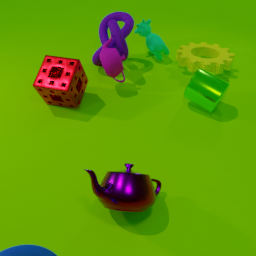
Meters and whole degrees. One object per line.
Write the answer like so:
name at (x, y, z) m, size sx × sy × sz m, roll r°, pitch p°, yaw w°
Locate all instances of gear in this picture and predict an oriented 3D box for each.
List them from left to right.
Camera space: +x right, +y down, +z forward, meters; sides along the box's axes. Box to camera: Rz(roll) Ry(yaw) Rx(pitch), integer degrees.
gear at (2.488, -2.298, 9.102) m, size 1.789 × 0.331 × 1.789 m, roll 0°, pitch 38°, yaw 0°

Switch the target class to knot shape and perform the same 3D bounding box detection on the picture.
knot shape at (-0.439, -2.874, 8.788) m, size 0.872 × 1.888 × 1.767 m, roll 17°, pitch 74°, yaw -23°

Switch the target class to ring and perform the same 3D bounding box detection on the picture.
ring at (-1.402, 2.221, 3.623) m, size 1.342 × 1.342 × 0.268 m, roll -28°, pitch 6°, yaw -29°

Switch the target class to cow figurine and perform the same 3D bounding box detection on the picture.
cow figurine at (0.809, -3.035, 9.561) m, size 0.680 × 1.220 × 1.240 m, roll -36°, pitch 46°, yaw 9°

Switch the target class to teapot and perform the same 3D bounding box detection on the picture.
teapot at (-0.413, -1.916, 7.891) m, size 0.664 × 1.355 × 0.843 m, roll -20°, pitch 7°, yaw 3°
teapot at (-0.058, 1.025, 4.938) m, size 1.656 × 0.811 × 1.029 m, roll 11°, pitch -11°, yaw -33°

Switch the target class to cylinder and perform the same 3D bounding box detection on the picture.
cylinder at (2.057, -0.984, 7.358) m, size 0.876 × 0.876 × 0.876 m, roll 34°, pitch 50°, yaw 16°

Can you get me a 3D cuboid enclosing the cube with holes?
cube with holes at (-1.739, -1.198, 7.423) m, size 0.959 × 0.959 × 0.959 m, roll 10°, pitch 68°, yaw 11°
